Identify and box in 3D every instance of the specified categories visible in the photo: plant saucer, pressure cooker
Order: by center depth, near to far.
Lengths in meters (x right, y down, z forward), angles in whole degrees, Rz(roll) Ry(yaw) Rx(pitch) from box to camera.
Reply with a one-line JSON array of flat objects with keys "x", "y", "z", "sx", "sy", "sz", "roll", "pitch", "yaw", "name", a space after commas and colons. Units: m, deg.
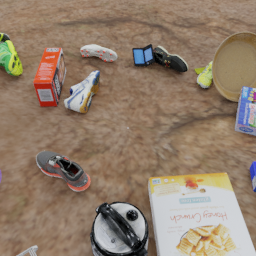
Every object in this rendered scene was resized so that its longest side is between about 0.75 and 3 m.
[{"x": -0.174, "y": 2.328, "z": 6.149, "sx": 1.262, "sy": 1.434, "sz": 1.281, "roll": 5, "pitch": 48, "yaw": 5, "name": "pressure cooker"}, {"x": 4.027, "y": -2.167, "z": 10.083, "sx": 2.436, "sy": 2.436, "sz": 0.431, "roll": -11, "pitch": 12, "yaw": -10, "name": "plant saucer"}]

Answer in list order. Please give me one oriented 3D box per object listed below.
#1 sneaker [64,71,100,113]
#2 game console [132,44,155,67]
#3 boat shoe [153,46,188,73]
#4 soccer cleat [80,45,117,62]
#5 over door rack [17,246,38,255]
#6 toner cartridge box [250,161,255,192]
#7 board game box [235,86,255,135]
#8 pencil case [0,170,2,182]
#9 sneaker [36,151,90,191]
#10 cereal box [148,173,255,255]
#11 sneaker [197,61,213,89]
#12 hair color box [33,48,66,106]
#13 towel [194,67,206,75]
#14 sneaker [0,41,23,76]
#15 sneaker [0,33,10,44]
[{"x": -1.624, "y": -1.441, "z": 10.106, "sx": 0.899, "sy": 0.768, "sz": 2.039, "roll": 11, "pitch": 48, "yaw": 10, "name": "sneaker"}, {"x": 0.633, "y": -2.981, "z": 11.452, "sx": 0.486, "sy": 0.735, "sz": 0.836, "roll": 3, "pitch": 75, "yaw": -46, "name": "game console"}, {"x": 1.635, "y": -2.698, "z": 11.367, "sx": 0.588, "sy": 0.687, "sz": 1.877, "roll": -37, "pitch": 55, "yaw": -20, "name": "boat shoe"}, {"x": -1.210, "y": -3.263, "z": 11.945, "sx": 1.714, "sy": 0.594, "sz": 0.665, "roll": 13, "pitch": 46, "yaw": 16, "name": "soccer cleat"}, {"x": -2.371, "y": 3.245, "z": 5.881, "sx": 1.393, "sy": 0.464, "sz": 1.029, "roll": -14, "pitch": 45, "yaw": -41, "name": "over door rack"}, {"x": 4.327, "y": 1.434, "z": 7.701, "sx": 1.718, "sy": 0.371, "sz": 0.816, "roll": 6, "pitch": 49, "yaw": 6, "name": "toner cartridge box"}, {"x": 4.686, "y": -0.483, "z": 9.398, "sx": 1.898, "sy": 0.391, "sz": 1.903, "roll": 14, "pitch": 52, "yaw": 13, "name": "board game box"}, {"x": -4.819, "y": 1.245, "z": 7.309, "sx": 2.795, "sy": 1.195, "sz": 1.173, "roll": 6, "pitch": 56, "yaw": 5, "name": "pencil case"}, {"x": -1.844, "y": 0.988, "z": 7.784, "sx": 1.937, "sy": 0.793, "sz": 0.746, "roll": 23, "pitch": 54, "yaw": 26, "name": "sneaker"}, {"x": 1.692, "y": 2.474, "z": 6.577, "sx": 2.126, "sy": 0.584, "sz": 2.955, "roll": -4, "pitch": 47, "yaw": -3, "name": "cereal box"}, {"x": 3.120, "y": -2.133, "z": 10.786, "sx": 0.586, "sy": 0.594, "sz": 1.555, "roll": 28, "pitch": 57, "yaw": 5, "name": "sneaker"}, {"x": -2.820, "y": -1.910, "z": 10.308, "sx": 0.667, "sy": 1.105, "sz": 2.177, "roll": -1, "pitch": 48, "yaw": -1, "name": "hair color box"}, {"x": 3.169, "y": -2.364, "z": 11.432, "sx": 0.853, "sy": 0.077, "sz": 0.367, "roll": -10, "pitch": 47, "yaw": -9, "name": "towel"}, {"x": -4.915, "y": -2.715, "z": 11.328, "sx": 0.988, "sy": 0.876, "sz": 2.365, "roll": -24, "pitch": 44, "yaw": -12, "name": "sneaker"}, {"x": -6.525, "y": -3.642, "z": 11.964, "sx": 2.794, "sy": 1.054, "sz": 1.068, "roll": -17, "pitch": 50, "yaw": -17, "name": "sneaker"}]
